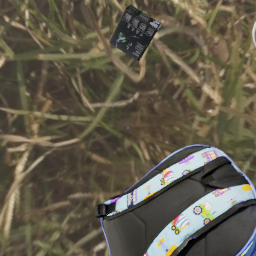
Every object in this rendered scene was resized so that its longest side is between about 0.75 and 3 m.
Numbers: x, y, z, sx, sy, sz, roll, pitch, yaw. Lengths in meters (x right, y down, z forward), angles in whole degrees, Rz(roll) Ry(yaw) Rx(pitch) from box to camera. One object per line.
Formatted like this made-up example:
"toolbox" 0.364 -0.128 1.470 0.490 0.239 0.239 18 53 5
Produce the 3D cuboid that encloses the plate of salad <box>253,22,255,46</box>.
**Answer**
"plate of salad" 3.395 -1.071 4.939 2.769 2.769 0.665 36 90 6

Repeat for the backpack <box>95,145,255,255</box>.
"backpack" 0.943 1.613 4.520 2.487 2.270 1.673 -41 124 9

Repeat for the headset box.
"headset box" 0.133 -2.026 6.095 0.797 0.915 0.424 31 38 -4
